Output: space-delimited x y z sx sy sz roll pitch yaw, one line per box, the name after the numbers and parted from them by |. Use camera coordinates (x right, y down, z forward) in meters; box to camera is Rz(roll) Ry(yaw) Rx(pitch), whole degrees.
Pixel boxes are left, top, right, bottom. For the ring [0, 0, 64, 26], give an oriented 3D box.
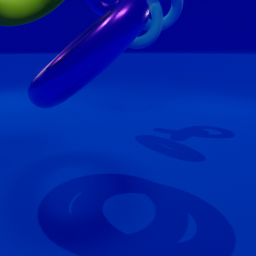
-1.459 -2.265 4.058 1.987 0.397 1.987 -37 -4 -3 | ring

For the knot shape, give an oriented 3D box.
0.393 -2.982 7.395 1.948 1.823 0.900 20 5 -15 | knot shape

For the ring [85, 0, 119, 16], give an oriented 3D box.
-0.543 -3.413 6.401 1.829 1.829 0.366 17 45 45 | ring

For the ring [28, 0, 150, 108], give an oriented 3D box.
-0.554 -1.040 3.814 2.022 0.404 2.022 -36 22 17 | ring
